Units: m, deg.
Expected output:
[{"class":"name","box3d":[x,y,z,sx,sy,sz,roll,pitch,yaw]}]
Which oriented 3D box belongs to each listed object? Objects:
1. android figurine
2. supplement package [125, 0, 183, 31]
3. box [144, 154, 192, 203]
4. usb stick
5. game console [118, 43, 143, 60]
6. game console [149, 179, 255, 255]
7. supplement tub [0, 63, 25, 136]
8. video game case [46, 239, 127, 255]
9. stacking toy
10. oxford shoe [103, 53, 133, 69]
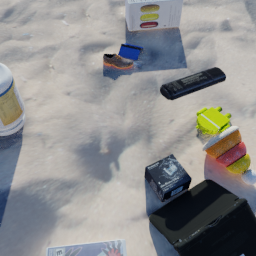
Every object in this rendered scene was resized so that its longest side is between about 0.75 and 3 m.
[{"class":"android figurine","box3d":[3.000,-0.251,9.936,1.383,0.284,1.259,-34,59,-25]},{"class":"supplement package","box3d":[1.183,-5.758,13.530,2.545,1.448,1.394,-7,51,-4]},{"class":"box","box3d":[1.173,1.483,8.371,1.007,0.601,1.024,-24,54,-18]},{"class":"usb stick","box3d":[2.046,-1.385,8.628,2.330,0.380,0.646,-21,54,-24]},{"class":"game console","box3d":[0.126,-3.427,12.564,0.939,0.555,0.801,17,22,12]},{"class":"game console","box3d":[2.141,2.781,7.587,2.344,1.364,2.062,-27,87,-19]},{"class":"supplement tub","box3d":[-4.354,-0.905,9.246,1.567,2.166,1.567,1,52,-1]},{"class":"video game case","box3d":[-0.968,3.922,6.660,2.065,0.260,2.267,-5,52,-4]},{"class":"stacking toy","box3d":[3.282,0.965,8.634,1.319,1.319,1.806,-26,75,-19]},{"class":"oxford shoe","box3d":[-0.434,-2.868,11.866,1.333,0.486,0.475,9,52,7]}]
